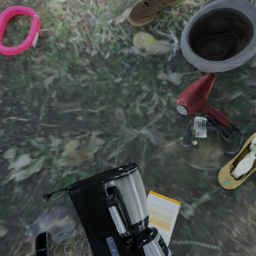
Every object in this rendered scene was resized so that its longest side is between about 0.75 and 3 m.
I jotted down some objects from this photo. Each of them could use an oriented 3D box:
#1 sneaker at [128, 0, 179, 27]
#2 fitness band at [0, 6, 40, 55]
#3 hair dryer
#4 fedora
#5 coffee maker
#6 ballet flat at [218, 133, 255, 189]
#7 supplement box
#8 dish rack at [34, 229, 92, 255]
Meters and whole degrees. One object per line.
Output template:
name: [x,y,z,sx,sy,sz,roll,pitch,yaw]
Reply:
sneaker: [0.953,-4.547,9.835,2.405,0.909,0.847,-39,74,-14]
fitness band: [-3.844,-3.398,9.686,1.448,0.377,2.017,5,68,2]
hair dryer: [2.398,-0.504,8.562,1.977,0.705,2.596,7,73,-16]
fedora: [2.941,-2.742,8.984,2.590,1.169,2.291,-43,72,-4]
coffee maker: [-0.314,1.752,5.055,1.786,1.252,1.859,-21,87,33]
ballet flat: [3.539,0.801,7.860,0.827,0.760,2.410,43,74,15]
supplement box: [0.745,2.482,7.342,0.875,0.511,1.389,20,70,8]
dish rack: [-1.149,3.291,7.004,2.159,0.589,1.656,-9,70,-4]
